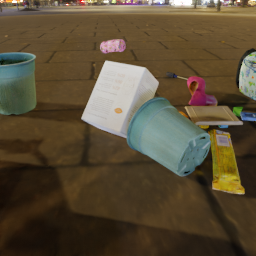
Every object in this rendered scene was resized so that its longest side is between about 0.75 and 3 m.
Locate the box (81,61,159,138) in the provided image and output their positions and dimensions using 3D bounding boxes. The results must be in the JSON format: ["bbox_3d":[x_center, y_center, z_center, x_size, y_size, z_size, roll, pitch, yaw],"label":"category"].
[{"bbox_3d":[-0.213,-0.805,8.254,1.470,1.931,1.027,19,-7,32],"label":"box"}]

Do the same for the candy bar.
[{"bbox_3d":[2.483,0.735,7.312,0.695,0.309,2.788,9,28,9],"label":"candy bar"}]

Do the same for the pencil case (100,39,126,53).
[{"bbox_3d":[-0.567,-2.997,10.286,0.972,0.402,0.420,8,62,38],"label":"pencil case"}]

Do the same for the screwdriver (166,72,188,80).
[{"bbox_3d":[2.493,-2.479,13.610,0.245,0.235,1.683,14,9,-43],"label":"screwdriver"}]

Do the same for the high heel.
[{"bbox_3d":[2.549,-1.467,11.108,1.112,0.781,2.318,3,39,-16],"label":"high heel"}]

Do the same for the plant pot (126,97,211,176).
[{"bbox_3d":[1.067,0.281,7.015,1.620,1.620,1.587,-20,41,-34],"label":"plant pot"}]

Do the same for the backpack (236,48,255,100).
[{"bbox_3d":[5.336,-1.894,11.057,1.742,1.849,2.266,-27,42,-25],"label":"backpack"}]

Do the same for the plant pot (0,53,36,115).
[{"bbox_3d":[-4.168,-1.590,10.121,1.912,1.873,1.912,-1,28,1],"label":"plant pot"}]

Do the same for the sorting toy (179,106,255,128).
[{"bbox_3d":[2.772,-0.337,9.341,2.912,0.397,1.640,0,23,-1],"label":"sorting toy"}]
